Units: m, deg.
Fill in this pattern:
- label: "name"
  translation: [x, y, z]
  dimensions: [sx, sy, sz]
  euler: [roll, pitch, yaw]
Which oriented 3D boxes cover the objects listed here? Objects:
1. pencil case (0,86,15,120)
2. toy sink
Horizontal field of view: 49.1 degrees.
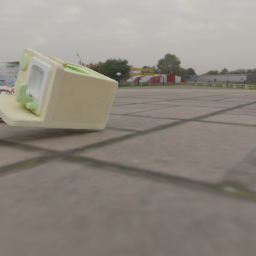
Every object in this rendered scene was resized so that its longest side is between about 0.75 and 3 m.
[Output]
- label: "pencil case"
  translation: [-3.991, -0.777, 8.154]
  dimensions: [2.566, 1.148, 0.998]
  euler: [-3, 33, -7]
- label: "toy sink"
  translation: [-1.632, -0.870, 6.173]
  dimensions: [2.321, 1.300, 1.513]
  euler: [2, 22, -46]
